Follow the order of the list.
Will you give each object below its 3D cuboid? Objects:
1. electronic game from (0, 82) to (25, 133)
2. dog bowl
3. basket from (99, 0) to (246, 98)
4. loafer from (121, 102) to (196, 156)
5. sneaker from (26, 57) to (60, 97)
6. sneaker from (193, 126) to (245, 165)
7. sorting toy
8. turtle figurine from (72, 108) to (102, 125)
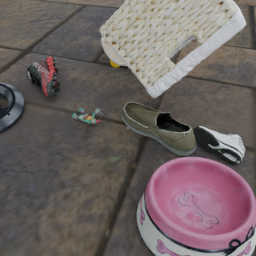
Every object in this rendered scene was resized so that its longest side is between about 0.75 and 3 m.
[{"bbox_3d":[-4.691,-0.654,9.140,2.510,0.522,2.510,3,50,-3],"label":"electronic game"},{"bbox_3d":[1.506,1.694,6.074,2.643,0.975,2.643,1,36,-1],"label":"dog bowl"},{"bbox_3d":[1.149,-2.988,7.715,2.400,2.957,2.984,43,31,-16],"label":"basket"},{"bbox_3d":[0.902,-0.212,8.367,2.673,0.931,1.005,29,50,28],"label":"loafer"},{"bbox_3d":[-3.098,-1.822,10.211,1.141,0.825,2.335,-9,41,-11],"label":"sneaker"},{"bbox_3d":[2.647,0.362,8.056,1.536,0.580,0.884,37,42,16],"label":"sneaker"},{"bbox_3d":[0.241,-3.442,11.864,2.259,1.207,2.034,8,35,10],"label":"sorting toy"},{"bbox_3d":[-1.279,-0.348,8.862,0.967,0.487,0.724,16,29,38],"label":"turtle figurine"}]
